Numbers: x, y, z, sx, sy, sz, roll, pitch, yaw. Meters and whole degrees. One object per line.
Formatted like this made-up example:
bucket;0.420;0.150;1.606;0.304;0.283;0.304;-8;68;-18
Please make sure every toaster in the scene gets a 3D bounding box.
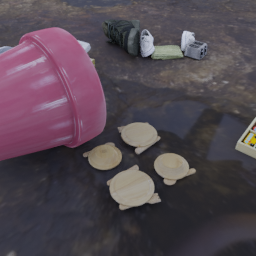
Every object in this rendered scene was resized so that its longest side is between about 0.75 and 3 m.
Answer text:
toaster;2.744;-3.177;11.417;0.824;0.489;0.745;26;46;27

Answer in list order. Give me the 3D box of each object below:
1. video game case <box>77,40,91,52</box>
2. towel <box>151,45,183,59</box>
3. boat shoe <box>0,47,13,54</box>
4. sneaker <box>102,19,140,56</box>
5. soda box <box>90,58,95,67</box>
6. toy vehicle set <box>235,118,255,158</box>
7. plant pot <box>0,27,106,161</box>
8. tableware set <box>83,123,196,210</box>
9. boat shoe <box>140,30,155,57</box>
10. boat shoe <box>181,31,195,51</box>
video game case;-2.837;-2.259;9.889;1.941;0.244;2.710;21;62;22
towel;1.553;-3.149;11.574;1.328;0.242;0.986;-4;40;-5
boat shoe;-5.158;-2.716;10.736;0.591;0.666;1.810;19;36;32
sneaker;-0.313;-3.792;11.713;1.663;1.110;2.903;-1;37;2
soda box;-2.109;-2.367;10.411;1.749;0.560;0.592;18;44;19
toy vehicle set;3.953;0.208;7.606;1.270;0.271;2.044;28;48;29
plant pot;-2.382;-0.594;6.492;2.607;2.913;2.913;-27;47;-31
tableware set;0.210;0.794;6.913;2.155;0.299;2.580;-23;44;-24
boat shoe;0.709;-3.531;11.595;0.625;0.555;1.699;-24;36;19
boat shoe;2.598;-3.785;12.044;0.540;0.608;1.653;6;42;13
